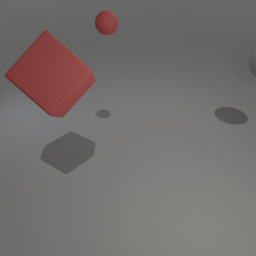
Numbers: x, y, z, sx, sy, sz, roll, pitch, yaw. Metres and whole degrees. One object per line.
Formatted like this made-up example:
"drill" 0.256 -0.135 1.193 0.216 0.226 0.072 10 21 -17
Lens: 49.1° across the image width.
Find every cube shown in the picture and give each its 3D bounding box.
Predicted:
"cube" -1.807 -1.231 6.911 1.400 1.400 1.400 42 -1 -2

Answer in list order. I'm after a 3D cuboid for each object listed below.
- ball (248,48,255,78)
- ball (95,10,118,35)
"ball" 4.907 -2.289 9.635 1.400 1.400 1.400 0 33 0
"ball" -0.644 -3.153 8.414 0.700 0.700 0.700 0 33 0
